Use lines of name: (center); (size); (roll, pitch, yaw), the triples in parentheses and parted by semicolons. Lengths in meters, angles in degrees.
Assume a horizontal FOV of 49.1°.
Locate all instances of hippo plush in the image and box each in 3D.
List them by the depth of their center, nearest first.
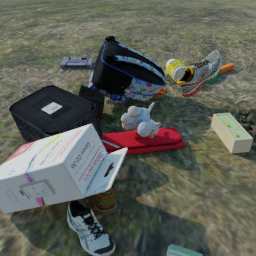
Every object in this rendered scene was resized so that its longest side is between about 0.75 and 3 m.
hippo plush: (0.472, -0.086, 9.024); (1.272, 1.013, 1.023); (-10, 55, -44)

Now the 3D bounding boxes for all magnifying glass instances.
magnifying glass: (4.450, -2.882, 14.413); (2.892, 0.324, 1.151); (-21, 38, -31)

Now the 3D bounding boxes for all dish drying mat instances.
dish drying mat: (0.292, 0.418, 9.212); (2.955, 0.269, 1.135); (-6, 32, -9)

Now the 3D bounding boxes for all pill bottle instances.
pill bottle: (2.420, -2.870, 13.864); (0.867, 0.867, 1.557); (-6, 32, -10)

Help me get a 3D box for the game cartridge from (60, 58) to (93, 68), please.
game cartridge: (-2.838, -3.632, 15.621); (1.706, 0.328, 1.106); (0, 37, -1)

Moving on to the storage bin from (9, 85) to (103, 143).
storage bin: (-2.302, -0.203, 8.997); (2.642, 1.239, 1.786); (25, 50, 37)

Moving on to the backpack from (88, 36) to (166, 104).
backpack: (0.037, -2.172, 11.707); (2.895, 1.948, 2.643); (19, 33, -16)

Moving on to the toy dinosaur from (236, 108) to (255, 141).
toy dinosaur: (4.387, -0.234, 9.878); (0.914, 0.688, 1.788); (-5, 29, 4)

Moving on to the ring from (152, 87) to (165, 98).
ring: (0.909, -1.753, 12.768); (1.597, 0.153, 1.597); (0, 33, 0)

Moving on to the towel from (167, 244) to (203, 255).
towel: (1.055, 2.817, 5.584); (0.722, 0.111, 0.947); (12, 33, 18)

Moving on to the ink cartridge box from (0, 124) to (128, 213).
ink cartridge box: (-1.655, 0.887, 6.685); (2.986, 1.008, 1.739); (-16, 24, 22)

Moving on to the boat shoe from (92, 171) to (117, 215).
boat shoe: (-0.821, 1.257, 7.444); (0.781, 0.738, 2.171); (-16, 36, -24)

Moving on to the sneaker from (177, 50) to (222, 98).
sneaker: (2.847, -2.245, 11.092); (2.206, 0.906, 0.859); (-48, 37, -1)

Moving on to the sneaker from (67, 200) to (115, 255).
sneaker: (-0.878, 2.155, 6.113); (1.510, 0.662, 0.571); (29, 41, 35)

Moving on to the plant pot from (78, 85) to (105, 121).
plant pot: (-1.403, -0.844, 10.563); (0.985, 1.108, 1.110); (8, 32, -8)

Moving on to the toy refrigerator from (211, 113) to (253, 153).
toy refrigerator: (3.448, 0.109, 9.411); (0.631, 0.581, 1.662); (-4, 33, -7)
